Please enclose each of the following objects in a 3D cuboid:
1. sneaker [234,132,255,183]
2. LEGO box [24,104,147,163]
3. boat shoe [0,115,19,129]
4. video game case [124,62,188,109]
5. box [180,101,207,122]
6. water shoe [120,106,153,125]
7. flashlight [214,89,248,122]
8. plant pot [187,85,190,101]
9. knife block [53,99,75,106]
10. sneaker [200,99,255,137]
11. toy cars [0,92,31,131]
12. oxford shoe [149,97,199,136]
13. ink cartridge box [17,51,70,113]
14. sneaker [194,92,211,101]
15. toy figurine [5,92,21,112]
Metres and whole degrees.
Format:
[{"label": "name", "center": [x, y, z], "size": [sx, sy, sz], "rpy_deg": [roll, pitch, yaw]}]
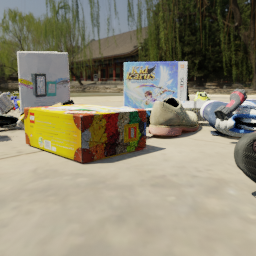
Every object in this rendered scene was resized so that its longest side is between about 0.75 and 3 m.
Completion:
[{"label": "sneaker", "center": [2.343, 0.467, 4.377], "size": [2.334, 0.883, 1.348], "rpy_deg": [8, 1, -18]}, {"label": "LEGO box", "center": [-1.048, -0.006, 6.570], "size": [1.801, 0.933, 2.418], "rpy_deg": [-9, 12, -44]}, {"label": "boat shoe", "center": [-4.324, -0.188, 8.852], "size": [1.666, 0.615, 0.569], "rpy_deg": [5, -9, -36]}, {"label": "video game case", "center": [1.119, -1.523, 11.587], "size": [2.602, 2.358, 0.591], "rpy_deg": [1, 5, 9]}, {"label": "box", "center": [2.132, -0.601, 10.373], "size": [1.509, 0.311, 1.177], "rpy_deg": [0, -23, 13]}, {"label": "water shoe", "center": [0.468, -0.274, 9.927], "size": [1.880, 0.672, 0.742], "rpy_deg": [5, 40, 7]}, {"label": "flashlight", "center": [2.636, -0.604, 7.222], "size": [1.261, 0.428, 0.427], "rpy_deg": [-33, 10, -36]}, {"label": "plant pot", "center": [1.610, -1.712, 13.069], "size": [2.625, 2.329, 2.619], "rpy_deg": [2, 10, 8]}, {"label": "knife block", "center": [-2.376, -0.623, 9.485], "size": [1.128, 0.990, 0.361], "rpy_deg": [18, 24, -34]}, {"label": "sneaker", "center": [3.602, -0.213, 8.261], "size": [2.554, 1.029, 1.870], "rpy_deg": [3, 18, -14]}, {"label": "toy cars", "center": [-3.696, -0.448, 9.048], "size": [2.578, 1.156, 0.571], "rpy_deg": [24, 55, 24]}, {"label": "oxford shoe", "center": [1.589, -0.434, 8.800], "size": [1.035, 1.079, 2.924], "rpy_deg": [5, 9, 27]}, {"label": "ink cartridge box", "center": [-3.619, -1.864, 12.414], "size": [2.040, 2.793, 2.049], "rpy_deg": [-2, 9, -12]}, {"label": "sneaker", "center": [4.083, -1.424, 15.252], "size": [1.062, 1.077, 2.818], "rpy_deg": [-1, 8, 6]}, {"label": "toy figurine", "center": [-5.839, -1.188, 15.544], "size": [1.329, 1.171, 2.219], "rpy_deg": [34, 21, 17]}]
